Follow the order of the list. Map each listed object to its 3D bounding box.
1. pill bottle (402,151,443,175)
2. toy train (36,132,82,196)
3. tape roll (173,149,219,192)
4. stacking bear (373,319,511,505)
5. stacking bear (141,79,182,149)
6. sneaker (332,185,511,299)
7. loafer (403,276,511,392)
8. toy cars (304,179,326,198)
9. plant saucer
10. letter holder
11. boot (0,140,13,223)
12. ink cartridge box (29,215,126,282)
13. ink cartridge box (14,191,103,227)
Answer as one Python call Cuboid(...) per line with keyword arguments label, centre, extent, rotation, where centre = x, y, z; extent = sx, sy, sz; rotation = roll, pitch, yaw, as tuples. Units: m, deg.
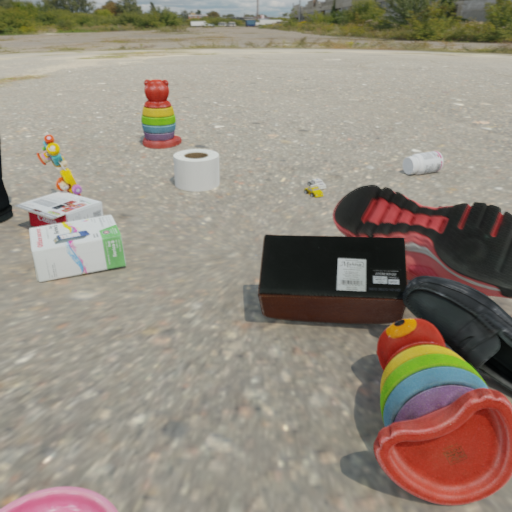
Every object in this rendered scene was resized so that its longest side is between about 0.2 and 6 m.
Cuboid(label="pill bottle", centre=(4.160, -2.310, 13.994), extent=(0.915, 0.518, 0.518), rotation=(-11, 28, -22))
Cuboid(label="toy train", centre=(-4.030, -1.688, 11.431), extent=(0.451, 1.622, 1.218), rotation=(-30, 24, -17))
Cuboid(label="tape roll", centre=(-1.389, -2.012, 13.105), extent=(1.067, 0.733, 1.067), rotation=(0, 25, 0))
Cuboid(label="stacking bear", centre=(1.706, 1.323, 5.597), extent=(1.192, 1.116, 1.963), rotation=(-28, 22, 12))
Cuboid(label="stacking bear", centre=(-2.846, -4.165, 16.306), extent=(1.149, 1.891, 1.076), rotation=(2, 25, 4))
Cuboid(label="sneaker", centre=(2.654, -0.097, 8.167), extent=(3.094, 1.342, 1.140), rotation=(23, 69, 33))
Cuboid(label="loafer", centre=(2.589, 0.959, 6.335), extent=(2.108, 0.716, 0.740), rotation=(34, 46, 16))
Cuboid(label="toy cars", centre=(1.355, -1.600, 12.818), extent=(0.478, 0.236, 1.067), rotation=(6, 26, 11))
Cuboid(label="plant saucer", centre=(-1.628, 2.364, 4.323), extent=(1.225, 0.310, 1.225), rotation=(1, 25, 0))
Cuboid(label="letter holder", centre=(1.052, 0.468, 7.800), extent=(1.881, 1.337, 0.946), rotation=(2, 58, 8))
Cuboid(label="boot", centre=(-5.464, -1.305, 10.245), extent=(0.864, 1.900, 2.262), rotation=(8, 27, 17))
Cuboid(label="ink cartridge box", centre=(-2.965, -0.141, 9.269), extent=(1.403, 0.614, 1.019), rotation=(-13, 28, -18))
Cuboid(label="ink cartridge box", centre=(-3.745, -0.756, 10.654), extent=(1.270, 0.532, 1.115), rotation=(17, 30, 34))
